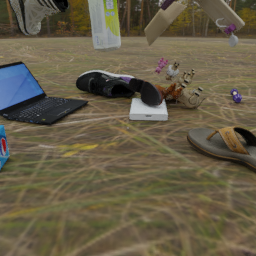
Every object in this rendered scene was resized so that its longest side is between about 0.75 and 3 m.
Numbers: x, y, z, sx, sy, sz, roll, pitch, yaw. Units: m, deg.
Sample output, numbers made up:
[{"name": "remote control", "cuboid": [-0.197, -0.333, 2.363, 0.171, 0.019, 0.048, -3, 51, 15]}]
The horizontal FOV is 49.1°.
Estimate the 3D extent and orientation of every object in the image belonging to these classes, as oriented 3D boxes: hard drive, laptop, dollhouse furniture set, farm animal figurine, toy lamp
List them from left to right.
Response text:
[{"name": "laptop", "cuboid": [-3.278, -1.357, 9.836, 2.918, 1.507, 2.586, 8, 24, 19]}, {"name": "hard drive", "cuboid": [0.720, -0.685, 9.831, 1.227, 0.244, 1.860, 1, 22, 3]}, {"name": "farm animal figurine", "cuboid": [1.799, -1.577, 10.434, 1.604, 0.999, 1.986, 7, 46, -18]}, {"name": "dollhouse furniture set", "cuboid": [1.590, -2.363, 6.182, 1.758, 1.574, 2.218, -48, 8, -18]}, {"name": "toy lamp", "cuboid": [4.335, -1.291, 11.245, 0.359, 0.359, 1.232, 4, 21, 10]}]

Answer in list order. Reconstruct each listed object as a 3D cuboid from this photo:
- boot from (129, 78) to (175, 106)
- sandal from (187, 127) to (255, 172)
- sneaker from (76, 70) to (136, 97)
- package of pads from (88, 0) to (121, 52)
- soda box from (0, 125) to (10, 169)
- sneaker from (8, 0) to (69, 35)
[{"name": "boot", "cuboid": [1.354, -1.186, 10.522, 2.183, 0.747, 2.055, 9, 13, -31]}, {"name": "sandal", "cuboid": [2.613, 0.389, 6.491, 1.100, 0.735, 2.693, -16, 27, -34]}, {"name": "sneaker", "cuboid": [-0.950, -1.795, 11.717, 2.655, 1.006, 1.163, 2, 27, 5]}, {"name": "package of pads", "cuboid": [-0.791, -3.772, 9.771, 0.934, 2.115, 2.738, -5, 17, 1]}, {"name": "soda box", "cuboid": [-4.009, 0.485, 6.104, 2.481, 0.841, 0.796, -2, 22, -5]}, {"name": "sneaker", "cuboid": [-2.307, -3.126, 7.646, 1.360, 0.892, 2.364, 5, -6, -8]}]
